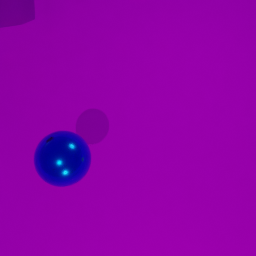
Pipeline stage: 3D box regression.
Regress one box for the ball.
[{"bbox_3d":[-1.053,0.495,4.549,0.912,0.912,0.912,0,73,0],"label":"ball"}]
